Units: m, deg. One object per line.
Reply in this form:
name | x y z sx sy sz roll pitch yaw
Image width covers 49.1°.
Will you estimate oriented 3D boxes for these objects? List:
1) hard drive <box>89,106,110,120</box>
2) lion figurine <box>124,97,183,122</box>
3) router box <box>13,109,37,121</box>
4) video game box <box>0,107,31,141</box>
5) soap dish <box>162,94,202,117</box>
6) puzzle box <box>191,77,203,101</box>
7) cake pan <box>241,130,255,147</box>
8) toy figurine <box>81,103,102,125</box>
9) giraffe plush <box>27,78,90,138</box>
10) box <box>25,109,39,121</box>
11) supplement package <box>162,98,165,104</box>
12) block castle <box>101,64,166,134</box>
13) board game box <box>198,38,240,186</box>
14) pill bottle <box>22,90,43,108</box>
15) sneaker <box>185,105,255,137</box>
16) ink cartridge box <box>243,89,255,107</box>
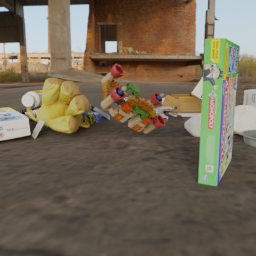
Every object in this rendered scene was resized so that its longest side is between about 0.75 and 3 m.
hard drive | -1.236 -0.667 12.335 0.934 0.198 0.630 33 -7 -30
lion figurine | 0.947 -0.706 12.455 2.600 0.942 1.593 11 1 -16
router box | -4.857 -0.584 12.504 1.622 0.414 1.210 0 12 -1
video game box | -4.935 -0.069 9.186 2.671 0.686 2.931 -14 17 -31
soap dish | 2.837 -1.180 14.092 1.818 0.938 2.310 -1 13 -5
puzzle box | 3.462 -1.760 11.406 1.059 1.591 0.202 36 0 14
cake pan | 4.224 0.338 8.403 1.570 0.288 1.570 0 12 0
toy figurine | -1.473 -0.615 11.569 1.061 0.934 1.770 1 6 -34
giraffe plush | -2.117 -0.505 9.678 1.892 2.192 1.778 50 13 14
box | -3.018 -0.605 11.218 1.734 0.346 1.187 -12 -5 11
supplement package | 2.494 -1.636 17.029 0.798 0.478 0.484 -21 21 -25
block castle | 0.237 -0.863 8.471 2.108 1.408 0.989 31 -49 -33
board game box | 1.949 -0.390 5.922 0.397 2.730 1.837 6 14 27
pill bottle | -5.469 -1.694 16.481 0.977 0.977 1.733 2 12 9
sneaker | 3.322 -0.259 9.720 2.766 1.041 1.224 -3 5 -3
ink cartridge box | 5.944 -0.879 11.626 1.339 1.345 1.851 -6 13 -26
